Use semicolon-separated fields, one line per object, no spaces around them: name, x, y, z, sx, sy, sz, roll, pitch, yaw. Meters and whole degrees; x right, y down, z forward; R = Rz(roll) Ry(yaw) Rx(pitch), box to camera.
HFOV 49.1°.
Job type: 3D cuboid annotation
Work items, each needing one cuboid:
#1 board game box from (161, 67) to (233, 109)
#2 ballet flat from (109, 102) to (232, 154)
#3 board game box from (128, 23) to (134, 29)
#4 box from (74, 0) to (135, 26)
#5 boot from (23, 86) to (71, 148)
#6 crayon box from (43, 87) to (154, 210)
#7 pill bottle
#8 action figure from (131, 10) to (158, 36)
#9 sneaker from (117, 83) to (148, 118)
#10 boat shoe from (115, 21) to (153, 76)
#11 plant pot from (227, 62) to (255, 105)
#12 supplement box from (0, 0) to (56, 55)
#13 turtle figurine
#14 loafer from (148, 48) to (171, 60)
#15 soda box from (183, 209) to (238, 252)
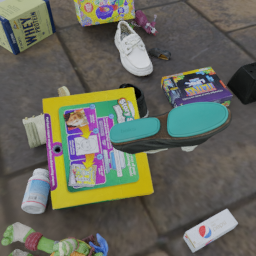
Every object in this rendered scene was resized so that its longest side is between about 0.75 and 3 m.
board game box;2.283;-1.253;9.522;1.890;0.536;1.562;-14;52;-11
ballet flat;0.721;0.069;4.864;2.172;0.743;0.738;-9;53;28
board game box;-0.010;-4.280;12.192;0.417;0.131;0.872;11;55;8
box;-1.069;-5.226;11.718;2.193;1.338;2.112;-12;29;-9
boot;-2.438;-0.389;8.712;1.611;0.751;2.083;-14;54;-10
crayon box;-0.818;0.499;7.364;2.453;0.829;2.843;-8;74;-8
pill bottle;-2.326;1.612;7.222;0.573;0.573;1.053;2;51;1
action figure;0.714;-4.395;11.975;1.351;1.006;0.905;50;50;5
sneaker;-0.483;-0.963;8.892;2.331;1.156;0.824;10;53;9
boat shoe;0.120;-3.116;10.706;0.997;0.976;2.816;-18;53;-13
plant pot;4.224;-1.609;9.531;1.095;0.971;1.092;-17;53;-12
supplement box;-4.594;-4.493;11.500;2.157;1.448;2.155;33;59;23
turtle figurine;-1.617;2.878;5.581;2.167;1.608;2.235;11;49;14
loafer;1.219;-2.895;10.973;0.899;0.327;0.325;11;57;11
soda box;1.961;2.438;6.676;1.245;0.396;0.424;-22;55;-16
